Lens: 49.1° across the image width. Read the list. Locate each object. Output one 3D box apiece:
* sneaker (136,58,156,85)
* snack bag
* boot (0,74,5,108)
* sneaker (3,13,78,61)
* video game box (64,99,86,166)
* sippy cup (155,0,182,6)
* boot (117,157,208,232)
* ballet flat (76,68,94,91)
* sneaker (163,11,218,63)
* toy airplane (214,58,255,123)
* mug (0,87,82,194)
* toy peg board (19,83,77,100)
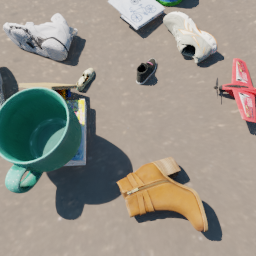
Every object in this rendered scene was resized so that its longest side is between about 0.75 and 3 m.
[{"bbox_3d":[0.708,-2.245,10.321,0.453,0.636,1.282,27,65,15],"label":"sneaker"},{"bbox_3d":[0.322,-5.032,11.586,1.864,0.199,1.757,43,67,12],"label":"snack bag"},{"bbox_3d":[-5.091,-1.461,9.772,1.190,0.916,2.491,-16,62,-9],"label":"boot"},{"bbox_3d":[-3.326,-3.715,10.890,2.690,1.011,1.546,22,65,5],"label":"sneaker"},{"bbox_3d":[-2.402,0.149,9.170,2.049,0.526,2.249,-4,63,1],"label":"video game box"},{"bbox_3d":[1.769,-6.230,11.938,1.446,1.350,1.841,33,68,16],"label":"sippy cup"},{"bbox_3d":[0.930,2.138,7.981,1.916,0.913,2.477,-22,53,-12],"label":"boot"},{"bbox_3d":[-1.556,-1.846,10.277,0.379,0.350,1.124,20,65,11],"label":"ballet flat"},{"bbox_3d":[2.173,-3.510,10.831,1.157,0.952,2.515,-41,69,-14],"label":"sneaker"},{"bbox_3d":[4.505,-1.280,9.874,2.981,0.548,2.981,1,56,-1],"label":"toy airplane"},{"bbox_3d":[-2.546,0.306,7.858,2.586,1.599,2.125,-43,69,-7],"label":"mug"},{"bbox_3d":[-2.661,-1.149,9.443,1.358,1.352,0.664,9,103,24],"label":"toy peg board"}]
